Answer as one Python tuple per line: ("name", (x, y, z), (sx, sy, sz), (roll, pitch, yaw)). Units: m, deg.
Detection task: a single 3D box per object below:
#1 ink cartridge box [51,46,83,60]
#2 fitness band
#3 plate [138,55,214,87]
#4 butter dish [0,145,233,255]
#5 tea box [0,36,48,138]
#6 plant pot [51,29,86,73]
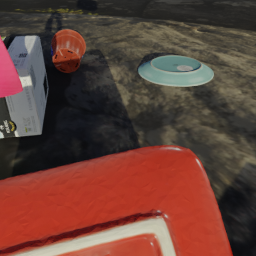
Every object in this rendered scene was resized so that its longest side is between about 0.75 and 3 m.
("ink cartridge box", (-2.756, -3.421, 12.369), (1.332, 0.508, 0.909), (22, 29, 28))
("fitness band", (-2.349, -1.676, 4.552), (0.514, 1.973, 2.747), (-19, 46, -23))
("plate", (1.863, -2.364, 10.955), (2.940, 0.376, 2.940), (0, 32, 0))
("butter dish", (-0.512, 1.965, 2.787), (2.967, 2.199, 2.975), (-12, 78, -7))
("tea box", (-3.800, -1.190, 7.695), (2.777, 1.886, 2.823), (-7, 34, -8))
("plant pot", (-2.393, -2.965, 11.123), (1.398, 1.398, 1.359), (-3, 42, -5))
